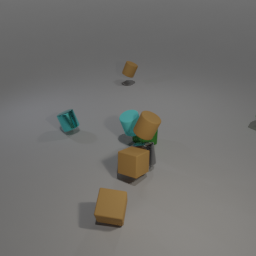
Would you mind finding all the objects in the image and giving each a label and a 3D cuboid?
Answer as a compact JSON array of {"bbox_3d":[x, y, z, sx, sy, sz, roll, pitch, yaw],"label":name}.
[{"bbox_3d":[0.617,-0.085,9.022,0.700,0.700,0.700,19,31,-12],"label":"cylinder"},{"bbox_3d":[0.168,1.022,8.470,0.700,0.700,0.700,11,16,35],"label":"cube"},{"bbox_3d":[0.107,-3.260,15.561,0.700,0.700,0.700,19,27,-10],"label":"cylinder"},{"bbox_3d":[0.119,-0.178,10.019,0.700,0.700,0.700,-13,38,11],"label":"cylinder"},{"bbox_3d":[-0.413,1.995,7.074,0.700,0.700,0.700,7,59,5],"label":"cube"},{"bbox_3d":[0.636,0.251,10.567,0.700,0.700,0.700,-15,33,-26],"label":"cube"},{"bbox_3d":[-2.388,-0.308,11.185,0.700,0.700,0.700,-20,17,6],"label":"cylinder"},{"bbox_3d":[0.528,0.841,9.087,0.700,0.700,0.700,-8,8,1],"label":"cylinder"}]
